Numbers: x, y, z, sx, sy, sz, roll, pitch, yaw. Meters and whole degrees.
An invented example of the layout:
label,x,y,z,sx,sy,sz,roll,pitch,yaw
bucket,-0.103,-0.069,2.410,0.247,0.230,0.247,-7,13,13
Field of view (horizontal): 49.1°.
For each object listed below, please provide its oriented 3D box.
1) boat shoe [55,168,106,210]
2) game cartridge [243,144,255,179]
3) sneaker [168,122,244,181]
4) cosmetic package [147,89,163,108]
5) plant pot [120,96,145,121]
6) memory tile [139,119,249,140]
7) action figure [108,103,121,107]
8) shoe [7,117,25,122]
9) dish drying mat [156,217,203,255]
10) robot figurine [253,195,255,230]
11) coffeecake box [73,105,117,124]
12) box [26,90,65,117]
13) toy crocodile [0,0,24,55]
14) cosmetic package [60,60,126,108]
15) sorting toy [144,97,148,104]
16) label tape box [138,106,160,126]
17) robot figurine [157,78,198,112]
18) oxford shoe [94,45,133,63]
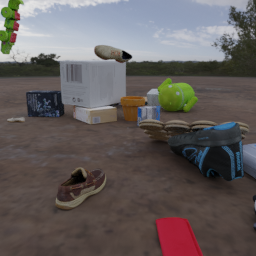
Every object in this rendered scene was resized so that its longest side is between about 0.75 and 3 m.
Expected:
label,x,y,z,sx,sy,sz,roll,pitch,yaw
boat shoe,-0.858,1.004,5.364,0.523,0.522,1.449,7,15,26
game cartridge,3.857,0.751,6.642,2.478,0.501,1.652,-2,10,-10
sneaker,1.642,0.600,6.363,0.992,1.110,2.710,-12,-4,-8
cosmetic package,1.659,-1.670,15.593,0.958,0.796,0.801,7,32,29
plant pot,0.197,-0.824,12.055,1.055,0.966,1.055,1,14,0
memory tile,1.793,0.114,7.803,2.768,0.232,2.121,2,-13,17
action figure,-0.388,-1.495,15.733,1.201,0.640,1.846,-1,8,27
shoe,-4.700,-0.360,11.763,0.751,0.200,0.263,1,13,4
dish drying mat,0.704,1.595,3.757,0.520,0.123,1.355,-1,14,-1
robot figurine,2.283,1.273,4.103,0.619,0.745,0.992,15,10,-13
coffeecake box,-1.448,-0.648,12.089,1.266,0.603,1.650,-9,16,-33
box,-3.822,-1.140,13.015,1.525,1.132,0.816,1,14,5
toy crocodile,-4.190,-3.627,10.038,0.623,2.019,0.681,16,9,3
cosmetic package,-1.503,-2.037,12.461,1.904,1.906,2.310,12,18,39
sorting toy,1.350,-1.689,17.166,1.929,0.352,1.785,-6,14,-4
label tape box,0.900,-0.472,11.064,1.028,0.741,0.325,-6,15,-24
robot figurine,2.491,-1.597,14.376,2.079,1.371,2.369,44,34,25
oxford shoe,-0.481,-2.583,9.599,1.462,0.518,0.540,-2,5,-41
